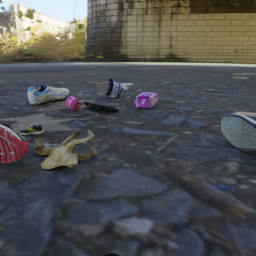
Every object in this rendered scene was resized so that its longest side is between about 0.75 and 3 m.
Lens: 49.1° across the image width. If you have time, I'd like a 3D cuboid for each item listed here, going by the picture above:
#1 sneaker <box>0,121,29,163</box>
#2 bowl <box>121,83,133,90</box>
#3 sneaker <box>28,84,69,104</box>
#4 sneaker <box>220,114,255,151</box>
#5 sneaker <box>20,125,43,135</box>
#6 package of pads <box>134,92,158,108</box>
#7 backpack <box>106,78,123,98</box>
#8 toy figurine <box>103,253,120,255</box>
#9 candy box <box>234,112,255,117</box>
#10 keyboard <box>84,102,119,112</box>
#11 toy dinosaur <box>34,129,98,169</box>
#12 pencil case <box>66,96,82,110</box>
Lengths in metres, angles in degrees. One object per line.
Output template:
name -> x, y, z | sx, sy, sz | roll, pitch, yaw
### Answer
sneaker -> -3.602, 0.228, 7.933 | 2.631, 1.061, 0.983 | 13, 19, 38
bowl -> -0.064, -2.854, 19.294 | 0.830, 0.373, 0.830 | -1, 17, 0
sneaker -> -4.230, -1.954, 15.293 | 0.988, 0.996, 2.748 | 9, 18, 30
sneaker -> 4.297, 0.130, 8.243 | 1.998, 1.051, 2.765 | -7, 16, -27
sneaker -> -3.371, 0.042, 9.777 | 0.785, 0.332, 0.292 | -5, 17, -15
package of pads -> 0.948, -1.431, 14.244 | 0.908, 0.570, 1.507 | 2, 17, 17
backpack -> -0.785, -2.221, 16.287 | 0.842, 1.093, 1.041 | 11, 19, -8
toy figurine -> 0.106, 1.988, 2.038 | 1.763, 1.226, 1.735 | 3, 11, 16
candy box -> 4.893, -0.406, 11.013 | 1.245, 0.344, 0.719 | 4, 10, 2
keyboard -> -1.385, -0.911, 13.211 | 1.849, 0.366, 0.962 | 12, -2, 38
toy dinosaur -> -1.516, 0.699, 7.292 | 1.461, 0.841, 2.890 | -29, 22, -29
pencil case -> -2.661, -1.242, 13.628 | 0.548, 0.566, 1.209 | -4, 16, -25
